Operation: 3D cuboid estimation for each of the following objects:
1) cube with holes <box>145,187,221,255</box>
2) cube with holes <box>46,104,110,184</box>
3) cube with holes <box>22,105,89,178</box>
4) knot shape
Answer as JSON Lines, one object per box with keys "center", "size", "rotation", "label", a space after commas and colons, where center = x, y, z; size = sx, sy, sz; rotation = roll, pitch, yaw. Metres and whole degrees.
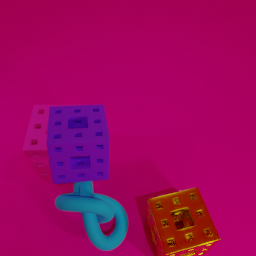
{"center": [1.072, 2.097, 5.919], "size": [1.103, 1.103, 1.103], "rotation": [-12, 54, -9], "label": "cube with holes"}
{"center": [-0.952, 0.296, 5.463], "size": [1.064, 1.064, 1.064], "rotation": [-3, 40, -10], "label": "cube with holes"}
{"center": [-1.661, 0.349, 7.069], "size": [1.334, 1.334, 1.334], "rotation": [0, 53, 0], "label": "cube with holes"}
{"center": [-0.809, 1.612, 6.001], "size": [0.834, 1.805, 1.689], "rotation": [-42, 37, -4], "label": "knot shape"}
